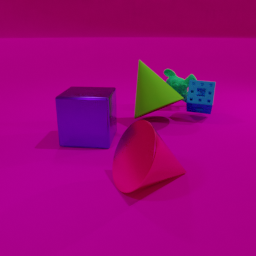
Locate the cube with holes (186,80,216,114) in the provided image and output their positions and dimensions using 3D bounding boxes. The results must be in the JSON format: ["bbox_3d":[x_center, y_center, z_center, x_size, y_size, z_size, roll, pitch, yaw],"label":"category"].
[{"bbox_3d":[2.372,-1.004,9.172,0.806,0.806,0.806,8,-15,14],"label":"cube with holes"}]

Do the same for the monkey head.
[{"bbox_3d":[1.944,-1.561,10.207,1.098,1.526,0.919,-35,14,15],"label":"monkey head"}]

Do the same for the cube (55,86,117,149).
[{"bbox_3d":[-1.024,-0.319,7.331,1.297,1.297,1.297,2,20,5],"label":"cube"}]

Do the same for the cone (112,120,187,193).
[{"bbox_3d":[0.635,0.705,5.449,1.378,1.373,1.373,20,9,-28],"label":"cone"}]

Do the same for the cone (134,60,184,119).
[{"bbox_3d":[0.652,-1.346,8.659,1.635,1.641,1.635,-22,-1,0],"label":"cone"}]
